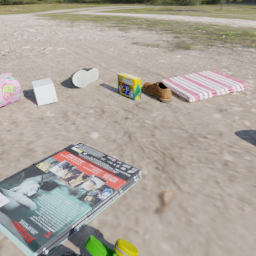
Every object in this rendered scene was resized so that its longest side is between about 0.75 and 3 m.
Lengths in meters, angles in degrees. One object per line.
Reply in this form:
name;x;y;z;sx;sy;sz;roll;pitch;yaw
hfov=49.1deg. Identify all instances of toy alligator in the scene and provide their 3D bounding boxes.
toy alligator;0.295;2.217;3.715;2.382;0.706;0.646;27;-3;41

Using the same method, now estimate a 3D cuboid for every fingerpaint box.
fingerpaint box;0.034;-1.624;10.872;0.372;0.846;1.014;-22;35;-36

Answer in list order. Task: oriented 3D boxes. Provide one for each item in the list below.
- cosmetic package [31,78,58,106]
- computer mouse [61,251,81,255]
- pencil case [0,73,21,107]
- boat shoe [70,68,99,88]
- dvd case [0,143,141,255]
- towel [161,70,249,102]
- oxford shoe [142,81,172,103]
cosmetic package;-3.106;-1.357;10.402;0.724;0.720;0.865;-16;29;-18
computer mouse;-1.387;2.516;3.194;2.503;0.660;1.733;-4;23;-33
pencil case;-4.744;-0.995;9.360;1.170;1.170;2.676;9;30;16
boat shoe;-1.999;-2.265;12.223;0.620;0.759;2.055;10;26;19
dvd case;-1.349;1.260;5.875;2.049;0.309;2.807;20;32;33
towel;3.132;-1.744;11.647;2.975;0.445;2.177;-14;30;-20
oxford shoe;1.161;-1.571;11.016;0.647;0.647;1.815;-15;29;-25
